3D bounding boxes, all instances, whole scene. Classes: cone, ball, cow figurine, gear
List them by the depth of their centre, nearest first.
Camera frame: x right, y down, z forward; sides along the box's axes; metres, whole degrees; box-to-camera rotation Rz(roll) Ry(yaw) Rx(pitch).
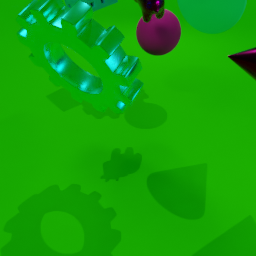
[{"bbox_3d":[2.042,-0.920,4.022,1.285,1.281,1.281,8,35,-6],"label":"cone"},{"bbox_3d":[-0.752,-1.037,4.392,2.072,2.072,0.383,21,66,27],"label":"gear"},{"bbox_3d":[1.866,-2.686,5.268,1.355,1.355,1.360,28,53,33],"label":"cone"},{"bbox_3d":[0.390,-2.865,5.548,0.656,1.176,1.195,-19,77,-4],"label":"cow figurine"},{"bbox_3d":[0.814,-2.551,7.491,1.201,1.201,1.201,0,36,0],"label":"ball"}]

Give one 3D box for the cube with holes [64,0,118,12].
[{"bbox_3d":[-1.195,-4.177,8.322,1.140,1.140,1.140,-36,39,-30],"label":"cube with holes"}]
